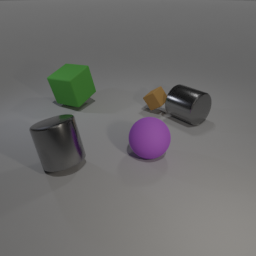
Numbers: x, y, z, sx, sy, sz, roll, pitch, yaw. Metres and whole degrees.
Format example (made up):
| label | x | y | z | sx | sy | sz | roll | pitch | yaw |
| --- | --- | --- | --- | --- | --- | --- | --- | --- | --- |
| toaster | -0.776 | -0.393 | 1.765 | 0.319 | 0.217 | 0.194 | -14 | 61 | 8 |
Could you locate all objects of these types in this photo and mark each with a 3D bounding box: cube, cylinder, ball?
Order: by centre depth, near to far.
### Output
| label | x | y | z | sx | sy | sz | roll | pitch | yaw |
| --- | --- | --- | --- | --- | --- | --- | --- | --- | --- |
| cylinder | -2.178 | 0.443 | 8.770 | 1.400 | 1.400 | 1.400 | -13 | 17 | 4 |
| ball | 0.719 | 0.331 | 9.345 | 1.400 | 1.400 | 1.400 | 0 | 28 | 0 |
| cylinder | 2.524 | -0.985 | 11.766 | 1.400 | 1.400 | 1.400 | -22 | 35 | -35 |
| cube | 1.244 | -1.315 | 12.461 | 0.700 | 0.700 | 0.700 | -21 | 17 | 50 |
| cube | -2.559 | -1.986 | 12.895 | 1.400 | 1.400 | 1.400 | 12 | 45 | 30 |
